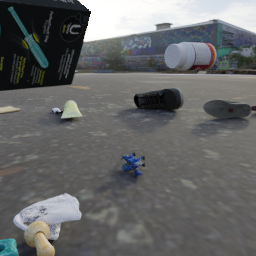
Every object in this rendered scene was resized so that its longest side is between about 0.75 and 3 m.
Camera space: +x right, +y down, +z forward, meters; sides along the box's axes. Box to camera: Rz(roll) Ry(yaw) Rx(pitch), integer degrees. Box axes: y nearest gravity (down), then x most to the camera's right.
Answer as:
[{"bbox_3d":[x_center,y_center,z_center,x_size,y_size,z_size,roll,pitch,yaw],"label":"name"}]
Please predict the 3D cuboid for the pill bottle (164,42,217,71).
[{"bbox_3d":[1.913,-2.192,8.593,1.538,0.843,0.843,-10,17,-33],"label":"pill bottle"}]

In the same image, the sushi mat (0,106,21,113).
[{"bbox_3d":[-5.624,-0.682,11.531,1.025,0.130,2.142,10,17,40],"label":"sushi mat"}]

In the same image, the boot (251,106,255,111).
[{"bbox_3d":[5.855,-0.841,11.344,1.414,0.512,1.176,-13,20,-34],"label":"boot"}]

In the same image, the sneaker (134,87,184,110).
[{"bbox_3d":[1.279,-1.170,12.174,1.361,0.958,2.563,-11,7,-21],"label":"sneaker"}]

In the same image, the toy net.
[{"bbox_3d":[-1.217,1.291,2.811,1.149,0.423,2.191,0,12,13],"label":"toy net"}]

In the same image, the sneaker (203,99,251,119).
[{"bbox_3d":[3.633,-0.722,10.790,1.862,0.696,0.989,6,7,-11],"label":"sneaker"}]

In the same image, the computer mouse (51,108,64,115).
[{"bbox_3d":[-2.927,-0.708,11.512,0.453,0.181,0.827,-12,18,-37],"label":"computer mouse"}]

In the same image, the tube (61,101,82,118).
[{"bbox_3d":[-2.192,-0.638,10.750,0.560,0.501,1.928,-46,20,2],"label":"tube"}]

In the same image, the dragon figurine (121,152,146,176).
[{"bbox_3d":[0.032,0.676,5.540,0.470,0.278,0.946,-11,19,-39],"label":"dragon figurine"}]

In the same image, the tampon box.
[{"bbox_3d":[-2.150,-1.784,5.205,2.272,1.703,1.434,-15,52,-43],"label":"tampon box"}]
